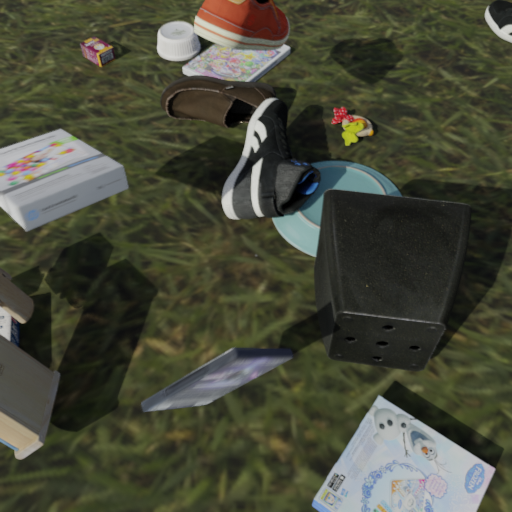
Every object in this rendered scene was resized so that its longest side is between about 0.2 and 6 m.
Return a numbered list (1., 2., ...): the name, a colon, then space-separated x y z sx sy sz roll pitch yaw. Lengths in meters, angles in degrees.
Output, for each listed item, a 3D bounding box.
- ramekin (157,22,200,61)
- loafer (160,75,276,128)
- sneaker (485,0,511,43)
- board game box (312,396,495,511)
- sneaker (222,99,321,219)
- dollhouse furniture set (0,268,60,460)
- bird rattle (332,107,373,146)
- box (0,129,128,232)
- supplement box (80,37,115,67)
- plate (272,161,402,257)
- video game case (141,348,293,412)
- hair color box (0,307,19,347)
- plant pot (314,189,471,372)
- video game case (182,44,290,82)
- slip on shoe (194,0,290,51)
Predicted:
1. ramekin: -1.915 -5.288 13.707 1.084 0.505 1.084 0 51 0
2. loafer: -0.784 -3.207 11.835 2.497 0.911 0.891 -3 52 -3
3. sneaker: 6.867 -5.816 13.347 1.119 1.714 3.063 -19 55 -15
4. board game box: 1.930 3.032 7.338 1.741 0.379 1.750 30 58 21
5. sneaker: 0.560 -1.800 10.504 1.578 1.030 2.820 6 60 25
6. dollhouse furniture set: -4.612 2.033 7.971 2.963 1.934 2.797 -34 30 12
7. bird rattle: 2.048 -2.755 11.889 0.796 0.550 0.976 0 38 -14
8. box: -2.936 -1.135 7.820 1.503 0.397 1.927 -29 41 -30
9. supplement box: -3.817 -4.927 13.518 0.708 0.365 0.464 34 59 23
10. plate: 1.553 -0.992 10.499 2.572 0.329 2.572 0 52 0
11. video game case: -0.441 1.431 6.463 1.499 1.071 0.142 -35 63 28
12. hair color box: -4.035 1.421 8.562 0.693 0.419 1.385 -10 53 -8
13. plant pot: 1.891 0.500 8.240 2.101 2.096 1.864 6 54 5
14. video game case: -0.448 -4.703 13.450 1.590 0.200 2.220 30 58 22
15. slip on shoe: -0.064 -4.170 9.555 1.195 0.987 3.227 27 28 7
